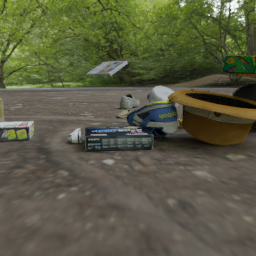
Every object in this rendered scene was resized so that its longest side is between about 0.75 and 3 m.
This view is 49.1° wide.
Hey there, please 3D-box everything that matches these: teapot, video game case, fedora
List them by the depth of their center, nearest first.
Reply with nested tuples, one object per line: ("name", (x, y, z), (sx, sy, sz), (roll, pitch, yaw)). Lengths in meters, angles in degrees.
("video game case", (-0.471, -1.329, 6.272), (0.811, 0.073, 0.581), (10, 42, 45))
("fedora", (2.059, -0.232, 6.564), (2.397, 0.978, 2.397), (7, 18, -2))
("teapot", (1.464, -1.060, 11.883), (1.393, 1.017, 1.375), (16, 38, -9))

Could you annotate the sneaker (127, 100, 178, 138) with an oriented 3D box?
("sneaker", (0.585, -0.129, 7.284), (0.781, 0.869, 2.112), (-15, -2, -22))

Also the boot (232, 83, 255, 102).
("boot", (3.797, -0.581, 8.808), (2.934, 1.016, 2.554), (4, -4, -20))

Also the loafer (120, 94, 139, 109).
("loafer", (0.132, -1.425, 14.618), (0.698, 0.697, 1.997), (3, 10, 18))

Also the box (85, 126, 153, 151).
("box", (-0.249, 0.212, 6.358), (1.451, 0.334, 1.154), (-1, 10, -7))

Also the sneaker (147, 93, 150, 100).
("sneaker", (2.147, -2.027, 18.087), (1.942, 0.718, 0.799), (2, 12, 18))

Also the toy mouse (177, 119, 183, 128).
("toy mouse", (1.356, -0.158, 8.786), (1.043, 0.227, 1.174), (2, 10, 9))

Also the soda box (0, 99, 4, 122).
("soda box", (-4.747, -0.601, 9.399), (0.833, 0.881, 2.602), (-6, 11, -30))

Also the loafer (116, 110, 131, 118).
("loafer", (-0.161, -0.559, 10.918), (0.309, 0.279, 0.817), (8, 13, 38))

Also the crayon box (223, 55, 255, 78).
("crayon box", (3.072, -1.438, 6.735), (1.414, 0.412, 0.840), (0, 13, -37))

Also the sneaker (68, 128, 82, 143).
("sneaker", (-1.276, 0.186, 6.745), (0.314, 0.298, 0.779), (-11, 10, -7))

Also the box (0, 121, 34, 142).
("box", (-3.435, 0.089, 7.061), (1.920, 0.333, 1.057), (-2, 10, -11))
